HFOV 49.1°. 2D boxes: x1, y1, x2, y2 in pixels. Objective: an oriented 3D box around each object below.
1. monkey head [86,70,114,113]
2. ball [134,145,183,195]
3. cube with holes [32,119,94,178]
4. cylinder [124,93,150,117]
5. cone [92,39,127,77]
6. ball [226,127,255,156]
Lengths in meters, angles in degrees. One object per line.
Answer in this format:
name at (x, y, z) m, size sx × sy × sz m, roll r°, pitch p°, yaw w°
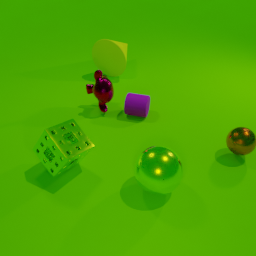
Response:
monkey head at (-0.978, -1.272, 9.388) m, size 1.027 × 1.428 × 0.860 m, roll -3°, pitch 21°, yaw 9°
ball at (0.713, 0.984, 6.553) m, size 1.148 × 1.148 × 1.148 m, roll 0°, pitch 36°, yaw 0°
cube with holes at (-1.622, 0.495, 7.021) m, size 0.911 × 0.911 × 0.911 m, roll 51°, pitch 40°, yaw 9°
cylinder at (0.312, -0.765, 9.330) m, size 0.731 × 0.731 × 0.731 m, roll 10°, pitch 37°, yaw 12°
cone at (-0.416, -3.281, 11.955) m, size 1.625 × 1.625 × 1.631 m, roll 17°, pitch 44°, yaw 22°
ball at (3.068, 0.355, 7.588) m, size 0.783 × 0.783 × 0.783 m, roll 0°, pitch 36°, yaw 0°
